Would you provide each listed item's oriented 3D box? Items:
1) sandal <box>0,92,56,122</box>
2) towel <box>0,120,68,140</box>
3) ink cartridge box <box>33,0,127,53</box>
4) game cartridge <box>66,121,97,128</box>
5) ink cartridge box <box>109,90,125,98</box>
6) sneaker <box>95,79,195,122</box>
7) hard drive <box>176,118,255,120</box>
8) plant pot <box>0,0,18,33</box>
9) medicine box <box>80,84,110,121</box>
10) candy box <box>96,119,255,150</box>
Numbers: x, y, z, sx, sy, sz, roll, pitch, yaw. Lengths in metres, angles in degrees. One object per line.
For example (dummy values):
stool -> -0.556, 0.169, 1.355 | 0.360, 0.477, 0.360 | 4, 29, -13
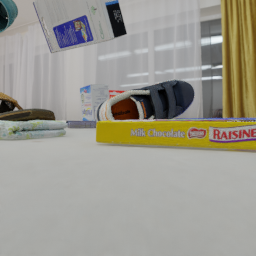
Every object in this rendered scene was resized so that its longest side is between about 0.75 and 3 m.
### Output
sandal -> -2.647, -0.305, 5.447 | 2.797, 0.763, 1.143 | 0, 0, 34
towel -> -1.559, 0.004, 4.037 | 0.934, 0.263, 1.091 | 0, 2, 29
ink cartridge box -> -1.147, -2.424, 6.065 | 0.516, 1.308, 2.630 | -31, 26, -33
game cartridge -> -1.385, -0.117, 8.382 | 0.893, 0.265, 1.378 | 4, 1, -16
ink cartridge box -> -0.337, -1.460, 16.748 | 2.109, 2.621, 0.656 | -2, -33, -34
sneaker -> 0.554, -0.508, 6.560 | 2.588, 1.015, 1.028 | -19, 7, -13
hard drive -> 2.353, -0.095, 6.582 | 1.470, 0.283, 2.228 | -1, 2, -35
plant pot -> -3.788, -3.426, 8.262 | 1.034, 1.034, 0.972 | 0, 32, 8
medicine box -> -1.919, -1.377, 16.289 | 1.101, 2.139, 1.949 | -6, 4, -27
candy box -> 0.789, 0.041, 2.839 | 2.010, 0.265, 1.027 | 1, 0, 25
